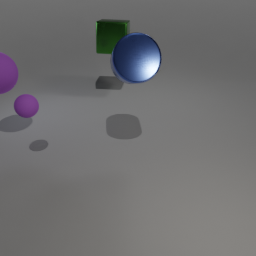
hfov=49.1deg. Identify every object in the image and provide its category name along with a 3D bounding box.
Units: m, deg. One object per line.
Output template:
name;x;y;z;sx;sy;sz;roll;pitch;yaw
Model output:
ball;-2.984;-0.647;8.241;0.700;0.700;0.700;0;30;0
cylinder;0.191;-2.050;8.494;1.400;1.400;1.400;-3;9;-6
ball;-4.363;-1.811;9.232;1.400;1.400;1.400;0;30;0
cube;-0.678;-4.287;13.123;1.400;1.400;1.400;4;25;5
